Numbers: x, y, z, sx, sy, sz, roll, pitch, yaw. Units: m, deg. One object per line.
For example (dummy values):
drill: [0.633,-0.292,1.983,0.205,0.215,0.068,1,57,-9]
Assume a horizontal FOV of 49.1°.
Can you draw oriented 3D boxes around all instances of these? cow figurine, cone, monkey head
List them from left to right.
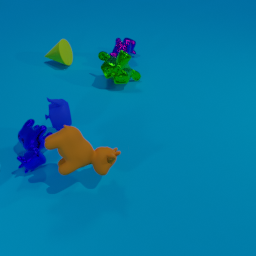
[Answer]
cow figurine: [-2.162,0.400,6.228,1.076,0.591,1.059,24,67,33]
cone: [-2.475,-2.498,9.518,0.875,0.872,0.872,-6,40,18]
cow figurine: [-0.850,0.430,5.489,1.221,1.241,0.681,-27,17,-9]
monkey head: [-0.238,-1.895,8.455,1.536,1.105,0.926,30,32,-6]
cow figurine: [-0.169,-2.590,9.601,0.673,1.206,1.225,25,83,10]

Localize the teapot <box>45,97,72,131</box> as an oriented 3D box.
teapot: [-1.610,-0.319,6.410,0.572,1.168,0.726,-11,53,-14]
